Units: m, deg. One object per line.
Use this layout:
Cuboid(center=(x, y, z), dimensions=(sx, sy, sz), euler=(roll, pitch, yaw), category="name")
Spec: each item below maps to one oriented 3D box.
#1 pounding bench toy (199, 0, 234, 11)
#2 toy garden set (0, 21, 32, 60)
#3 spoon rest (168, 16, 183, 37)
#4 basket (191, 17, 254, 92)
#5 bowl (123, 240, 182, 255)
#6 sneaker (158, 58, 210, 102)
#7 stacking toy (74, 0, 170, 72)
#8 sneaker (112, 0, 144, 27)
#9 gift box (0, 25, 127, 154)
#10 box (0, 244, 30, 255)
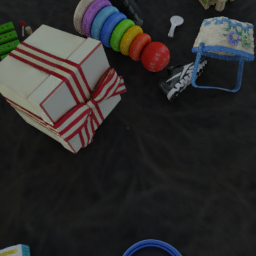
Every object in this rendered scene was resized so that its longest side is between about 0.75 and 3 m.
Cuboid(center=(3.094, -4.528, 9.094), dimensions=(1.234, 0.983, 1.582), euler=(-19, 66, -10), category="pounding bench toy")
Cuboid(center=(-3.361, -2.653, 8.580), dimensions=(1.237, 0.296, 1.484), euler=(-23, 65, -9), category="toy garden set")
Cuboid(center=(1.493, -3.273, 8.889), dimensions=(0.416, 0.254, 0.837), euler=(19, 66, 9), category="spoon rest")
Cuboid(center=(2.453, -1.903, 7.382), dimensions=(1.588, 1.253, 1.801), euler=(1, 106, -26), category="basket")
Cuboid(center=(0.503, 3.101, 5.748), dimensions=(1.507, 0.296, 1.507), euler=(0, 64, 0), category="bowl")
Cuboid(center=(1.537, -1.543, 7.856), dimensions=(1.757, 0.584, 0.795), euler=(-41, 74, -16), category="sneaker")
Cuboid(center=(-0.109, -2.614, 8.039), dimensions=(2.969, 1.267, 1.267), euler=(37, 70, 14), category="stacking toy")
Cuboid(center=(-0.099, -4.288, 8.999), dimensions=(1.014, 0.965, 2.559), euler=(-24, 72, -24), category="sneaker")
Cuboid(center=(-1.425, -0.864, 6.712), dimensions=(2.194, 2.350, 2.168), euler=(26, 71, 29), category="gift box")
Cuboid(center=(-2.307, 3.572, 5.355), dimensions=(0.964, 0.576, 2.342), euler=(-13, 65, -6), category="box")
